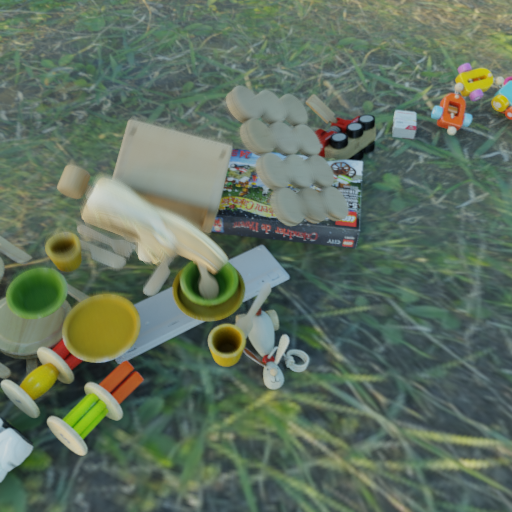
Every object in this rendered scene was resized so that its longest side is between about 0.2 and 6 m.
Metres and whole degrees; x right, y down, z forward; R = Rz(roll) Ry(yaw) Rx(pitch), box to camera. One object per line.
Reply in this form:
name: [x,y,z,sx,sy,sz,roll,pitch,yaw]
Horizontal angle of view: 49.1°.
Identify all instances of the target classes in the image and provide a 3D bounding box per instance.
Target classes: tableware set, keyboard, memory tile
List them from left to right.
tableware set: [-4.564,0.846,9.905,3.123,0.626,2.064,30,45,19]
tableware set: [-1.868,0.620,9.041,3.890,0.597,2.620,22,57,11]
keyboard: [-1.097,0.796,10.287,3.518,0.188,0.990,-25,49,-21]
memory tile: [0.608,-1.838,10.340,2.105,0.231,2.747,-11,75,-48]

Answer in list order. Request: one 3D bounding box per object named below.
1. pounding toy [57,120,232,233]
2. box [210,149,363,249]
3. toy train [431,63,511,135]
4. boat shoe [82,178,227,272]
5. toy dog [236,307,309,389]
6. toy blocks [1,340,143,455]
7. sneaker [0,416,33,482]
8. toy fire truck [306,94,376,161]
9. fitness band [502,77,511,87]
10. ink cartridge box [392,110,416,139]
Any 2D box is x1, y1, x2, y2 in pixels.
pounding toy: [-2.078,-1.478,10.423,2.910,2.556,1.331,14,77,-6]
box: [0.652,-1.265,11.758,3.059,0.576,2.089,6,50,5]
toy train: [5.556,-3.601,13.769,2.638,0.734,1.982,10,76,-5]
boat shoe: [-1.627,-0.291,8.849,2.397,0.884,0.829,29,74,4]
toy dog: [0.166,1.391,9.368,0.987,0.721,1.497,-28,55,-22]
toy blocks: [-2.605,1.811,8.931,1.772,0.772,2.127,30,52,17]
sneaker: [-4.942,2.477,8.211,3.281,1.233,1.330,22,61,19]
toy fire truck: [1.738,-2.924,12.999,1.489,1.088,1.691,-37,47,-27]
fitness band: [6.887,-4.405,14.748,0.680,0.177,0.947,1,50,0]
ink cartridge box: [3.606,-3.193,13.615,0.518,0.294,0.711,9,50,7]
